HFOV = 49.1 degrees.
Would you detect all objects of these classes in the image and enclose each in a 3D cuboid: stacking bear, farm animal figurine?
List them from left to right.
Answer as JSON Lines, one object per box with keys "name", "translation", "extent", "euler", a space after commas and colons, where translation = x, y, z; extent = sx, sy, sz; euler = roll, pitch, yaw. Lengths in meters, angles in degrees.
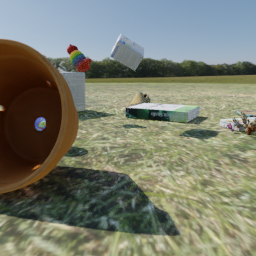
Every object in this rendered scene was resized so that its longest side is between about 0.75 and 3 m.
{"name": "stacking bear", "translation": [-2.191, -3.065, 12.032], "extent": [0.683, 1.201, 0.730], "euler": [-28, -17, -27]}
{"name": "farm animal figurine", "translation": [4.038, -0.098, 9.587], "extent": [0.846, 0.527, 1.048], "euler": [-51, 31, -13]}

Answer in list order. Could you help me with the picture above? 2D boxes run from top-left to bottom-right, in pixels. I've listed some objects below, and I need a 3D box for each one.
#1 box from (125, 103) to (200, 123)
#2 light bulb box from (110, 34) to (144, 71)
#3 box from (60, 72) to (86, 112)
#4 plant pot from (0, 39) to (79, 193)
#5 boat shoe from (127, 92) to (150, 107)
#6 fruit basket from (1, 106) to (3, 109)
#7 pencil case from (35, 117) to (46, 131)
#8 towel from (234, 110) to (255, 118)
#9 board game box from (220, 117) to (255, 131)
{"name": "box", "translation": [1.642, -0.756, 13.057], "extent": [2.934, 0.533, 2.118], "euler": [5, 12, 28]}
{"name": "light bulb box", "translation": [-0.016, -2.951, 10.867], "extent": [1.118, 0.698, 1.109], "euler": [28, 30, -13]}
{"name": "box", "translation": [-3.842, -1.927, 14.809], "extent": [2.405, 2.060, 2.393], "euler": [-9, 14, -43]}
{"name": "plant pot", "translation": [-2.152, -0.153, 5.647], "extent": [2.683, 2.683, 1.878], "euler": [2, -4, 10]}
{"name": "boat shoe", "translation": [0.572, -1.476, 15.311], "extent": [0.932, 0.991, 2.602], "euler": [4, 12, 18]}
{"name": "fruit basket", "translation": [-3.447, -0.609, 9.573], "extent": [1.881, 0.881, 1.742], "euler": [21, -26, -3]}
{"name": "pencil case", "translation": [-2.718, 0.041, 8.277], "extent": [2.230, 0.870, 0.968], "euler": [7, -22, 35]}
{"name": "towel", "translation": [6.051, -0.634, 13.144], "extent": [1.538, 0.228, 2.097], "euler": [2, 11, 4]}
{"name": "board game box", "translation": [4.515, -0.162, 10.641], "extent": [1.674, 0.290, 1.057], "euler": [-4, 11, -20]}
